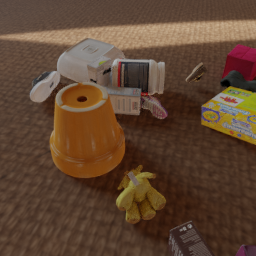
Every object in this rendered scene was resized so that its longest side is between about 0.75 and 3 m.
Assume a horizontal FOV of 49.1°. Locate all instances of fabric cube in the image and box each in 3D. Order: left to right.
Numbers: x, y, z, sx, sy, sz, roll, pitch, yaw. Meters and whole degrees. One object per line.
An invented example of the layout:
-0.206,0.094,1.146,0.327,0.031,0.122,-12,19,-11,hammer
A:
5.523,-3.036,13.536,1.357,1.331,1.353,27,49,27,fabric cube

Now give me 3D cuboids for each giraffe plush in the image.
0.223,1.777,8.231,1.362,1.579,1.280,-16,12,-8,giraffe plush

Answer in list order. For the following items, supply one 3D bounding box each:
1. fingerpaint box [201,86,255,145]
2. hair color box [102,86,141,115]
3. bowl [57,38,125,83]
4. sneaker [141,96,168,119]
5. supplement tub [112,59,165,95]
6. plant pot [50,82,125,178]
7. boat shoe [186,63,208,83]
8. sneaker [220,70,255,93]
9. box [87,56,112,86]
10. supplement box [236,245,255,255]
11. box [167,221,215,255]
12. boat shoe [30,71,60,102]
4.450,-0.533,10.711,2.085,0.917,2.499,-32,40,-32,fingerpaint box
-0.454,-1.152,11.625,1.964,0.972,0.596,5,41,6,hair color box
-1.853,-3.519,14.196,2.946,1.100,2.942,25,50,24,bowl
1.165,-0.946,11.727,0.668,0.607,1.510,-21,44,-33,sneaker
0.459,-2.258,12.445,2.225,1.561,1.561,3,41,3,supplement tub
-1.414,-0.102,9.347,2.599,2.380,2.599,0,41,0,plant pot
3.063,-2.341,12.528,0.566,1.575,0.469,-40,84,-18,boat shoe
5.153,-1.753,12.583,1.022,0.855,2.252,-31,43,-18,sneaker
-1.202,-2.103,12.137,0.524,1.743,1.016,26,47,27,box
3.658,3.527,6.110,2.281,1.177,1.493,1,41,1,supplement box
1.674,3.302,6.556,0.710,0.948,1.894,-17,43,-18,box
-3.920,-1.944,12.656,0.802,0.849,2.367,9,40,10,boat shoe
